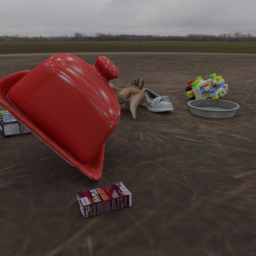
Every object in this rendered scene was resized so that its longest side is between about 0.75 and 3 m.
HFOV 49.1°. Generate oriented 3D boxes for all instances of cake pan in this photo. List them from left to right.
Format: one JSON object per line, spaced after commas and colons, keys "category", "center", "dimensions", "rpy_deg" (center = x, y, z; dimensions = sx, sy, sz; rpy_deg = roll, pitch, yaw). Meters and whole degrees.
{"category": "cake pan", "center": [3.139, -0.731, 10.387], "dimensions": [1.839, 0.337, 1.839], "rpy_deg": [0, 18, 0]}

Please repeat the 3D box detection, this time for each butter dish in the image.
{"category": "butter dish", "center": [-1.045, -0.710, 6.154], "dimensions": [2.733, 2.026, 2.741], "rpy_deg": [42, 12, -14]}

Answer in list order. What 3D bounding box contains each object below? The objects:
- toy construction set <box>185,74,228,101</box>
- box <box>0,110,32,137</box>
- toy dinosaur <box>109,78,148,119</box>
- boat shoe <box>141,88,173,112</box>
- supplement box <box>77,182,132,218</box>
{"category": "toy construction set", "center": [3.438, -1.758, 12.071], "dimensions": [1.711, 1.202, 2.609], "rpy_deg": [-20, -1, 27]}
{"category": "box", "center": [-3.082, -0.282, 8.881], "dimensions": [1.923, 0.426, 1.541], "rpy_deg": [-10, 20, -31]}
{"category": "toy dinosaur", "center": [0.139, -1.192, 10.593], "dimensions": [1.829, 1.158, 2.699], "rpy_deg": [-4, 22, -23]}
{"category": "boat shoe", "center": [1.067, -1.066, 10.888], "dimensions": [0.750, 0.652, 2.034], "rpy_deg": [-7, 20, -19]}
{"category": "supplement box", "center": [-0.403, 1.205, 4.742], "dimensions": [0.829, 0.252, 0.451], "rpy_deg": [-10, 21, -23]}
